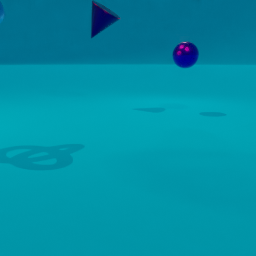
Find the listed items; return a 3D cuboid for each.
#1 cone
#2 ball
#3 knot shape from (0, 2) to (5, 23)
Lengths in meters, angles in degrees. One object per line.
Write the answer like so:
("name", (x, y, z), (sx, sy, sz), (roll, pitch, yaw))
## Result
("cone", (-0.978, -3.470, 9.361), (1.067, 1.071, 1.067), (28, 24, -14))
("ball", (1.799, -2.279, 8.753), (0.815, 0.815, 0.815), (0, 14, 0))
("knot shape", (-2.911, -1.997, 4.805), (1.658, 0.766, 1.552), (13, 44, 33))
